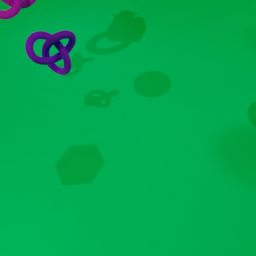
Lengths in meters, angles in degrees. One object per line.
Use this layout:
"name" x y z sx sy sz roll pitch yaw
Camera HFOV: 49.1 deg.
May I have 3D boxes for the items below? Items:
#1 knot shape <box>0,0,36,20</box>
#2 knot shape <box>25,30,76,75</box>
"knot shape" -2.629 -3.128 6.416 1.153 1.232 0.569 -11 21 -32
"knot shape" -1.522 -1.687 5.943 0.999 1.068 0.493 -38 38 17
